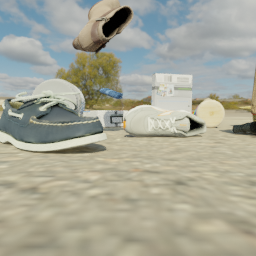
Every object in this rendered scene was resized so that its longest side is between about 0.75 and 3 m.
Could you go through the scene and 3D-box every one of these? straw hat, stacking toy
[{"bbox_3d":[5.440,-0.458,11.308,1.870,0.792,1.870,-1,8,0],"label":"straw hat"},{"bbox_3d":[3.036,-0.479,11.262,1.037,1.037,2.429,0,-2,2],"label":"stacking toy"}]

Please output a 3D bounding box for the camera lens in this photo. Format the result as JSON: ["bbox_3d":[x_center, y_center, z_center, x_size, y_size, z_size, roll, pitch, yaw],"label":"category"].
[{"bbox_3d":[-2.671,-0.957,10.996,1.808,1.808,2.260,0,3,-3],"label":"camera lens"}]

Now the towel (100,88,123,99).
[{"bbox_3d":[-0.786,-1.654,13.273,1.073,0.260,0.599,25,21,27],"label":"towel"}]

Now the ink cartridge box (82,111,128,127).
[{"bbox_3d":[-0.744,-0.374,11.237,1.904,0.646,1.104,-3,4,-41],"label":"ink cartridge box"}]

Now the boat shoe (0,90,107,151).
[{"bbox_3d":[-1.351,-0.153,4.499,1.052,0.869,2.810,-2,4,-38],"label":"boat shoe"}]

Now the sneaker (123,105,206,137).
[{"bbox_3d":[0.856,-0.125,6.112,1.915,0.725,0.881,-3,8,-23],"label":"sneaker"}]

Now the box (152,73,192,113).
[{"bbox_3d":[1.824,-1.147,11.650,1.666,2.137,0.440,-1,3,-14],"label":"box"}]

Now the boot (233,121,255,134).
[{"bbox_3d":[3.394,-0.032,7.231,1.217,0.412,0.795,0,-3,-18],"label":"boot"}]

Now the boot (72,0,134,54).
[{"bbox_3d":[-0.393,-2.324,6.037,0.687,1.957,1.431,44,-23,-30],"label":"boot"}]

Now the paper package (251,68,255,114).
[{"bbox_3d":[4.408,-0.716,6.048,2.681,1.387,2.556,-1,13,-43],"label":"paper package"}]
